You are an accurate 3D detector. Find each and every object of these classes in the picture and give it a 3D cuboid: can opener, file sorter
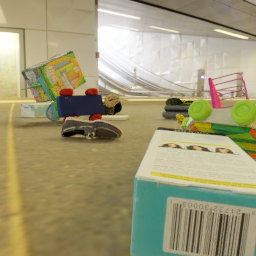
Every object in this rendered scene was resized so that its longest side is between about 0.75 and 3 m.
[{"bbox_3d":[2.311,-0.490,10.680,2.152,0.566,0.715,8,-24,38],"label":"can opener"},{"bbox_3d":[2.808,-0.724,7.610,0.879,0.974,1.401,-12,-25,24],"label":"file sorter"}]

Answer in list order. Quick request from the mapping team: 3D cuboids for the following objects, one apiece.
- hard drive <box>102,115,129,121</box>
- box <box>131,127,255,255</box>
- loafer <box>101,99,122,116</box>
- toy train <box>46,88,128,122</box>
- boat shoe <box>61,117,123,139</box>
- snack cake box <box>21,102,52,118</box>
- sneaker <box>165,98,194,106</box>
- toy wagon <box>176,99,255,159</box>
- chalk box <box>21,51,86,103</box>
[{"bbox_3d":[-0.534,-0.396,10.899,1.057,0.139,0.697,2,8,11],"label":"hard drive"},{"bbox_3d":[0.661,0.458,2.824,0.954,0.570,2.319,6,9,9],"label":"box"},{"bbox_3d":[-0.654,-0.904,12.470,0.833,0.806,2.373,6,14,12],"label":"loafer"},{"bbox_3d":[-1.532,-0.745,10.381,2.776,1.175,1.606,-7,-3,-38],"label":"toy train"},{"bbox_3d":[-0.875,0.118,6.598,1.542,0.560,0.484,8,53,20],"label":"boat shoe"},{"bbox_3d":[-3.747,-0.820,12.452,0.959,0.560,1.667,4,9,35],"label":"snack cake box"},{"bbox_3d":[3.093,-1.372,16.652,1.777,0.693,0.757,9,0,0],"label":"sneaker"},{"bbox_3d":[1.553,0.078,4.375,1.540,0.393,1.984,33,-16,-38],"label":"toy wagon"},{"bbox_3d":[-2.924,-1.794,10.476,1.344,1.337,2.160,3,34,44],"label":"chalk box"}]
